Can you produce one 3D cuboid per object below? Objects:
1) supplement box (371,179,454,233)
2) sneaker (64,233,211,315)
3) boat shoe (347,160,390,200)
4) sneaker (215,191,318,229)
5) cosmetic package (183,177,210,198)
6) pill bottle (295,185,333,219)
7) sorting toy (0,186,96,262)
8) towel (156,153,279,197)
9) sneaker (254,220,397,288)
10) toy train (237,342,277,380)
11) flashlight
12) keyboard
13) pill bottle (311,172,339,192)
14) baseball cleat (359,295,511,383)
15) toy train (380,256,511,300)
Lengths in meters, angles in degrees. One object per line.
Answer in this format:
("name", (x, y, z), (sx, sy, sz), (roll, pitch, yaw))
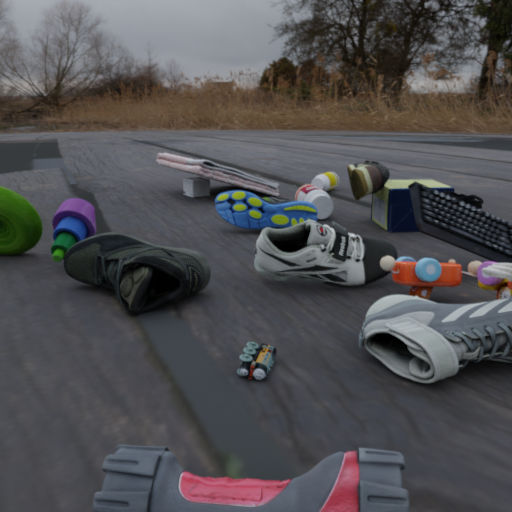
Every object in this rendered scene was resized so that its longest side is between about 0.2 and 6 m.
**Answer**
("supplement box", (3.530, -1.181, 12.850), (1.451, 0.974, 1.450), (-1, 16, -5))
("sneaker", (-1.954, 0.220, 8.135), (2.316, 0.885, 1.327), (10, 12, 15))
("boat shoe", (2.501, -1.709, 12.451), (0.753, 0.819, 2.292), (-15, 6, 6))
("sneaker", (0.203, -0.947, 12.489), (2.288, 0.811, 0.948), (5, 0, -10))
("cosmetic package", (-1.771, -2.047, 16.653), (0.627, 0.517, 0.517), (-11, 21, -39))
("pill bottle", (1.445, -1.328, 13.871), (0.706, 0.706, 1.289), (-3, 16, -10))
("sorting toy", (-4.981, -0.248, 9.749), (4.281, 1.484, 1.474), (0, 39, 6))
("towel", (-1.140, -2.471, 16.764), (2.925, 0.471, 2.794), (12, 6, -37))
("sneaker", (1.092, -0.080, 8.540), (2.247, 0.994, 0.832), (-1, 57, -1))
("toy train", (0.013, 1.146, 6.111), (0.350, 0.262, 0.614), (13, 18, 9))
("flashlight", (-0.028, 1.585, 3.775), (2.009, 0.683, 0.680), (3, 9, 8))
("keyboard", (3.526, -0.609, 9.227), (2.293, 0.294, 1.377), (20, 47, -19))
("pill bottle", (2.135, -2.288, 17.459), (0.559, 0.559, 0.994), (10, 19, 32))
("baseball cleat", (2.364, 0.961, 5.992), (2.482, 0.866, 1.321), (-3, 21, 24))
("toy train", (2.955, 0.459, 7.172), (2.133, 0.790, 2.839), (3, 1, -11))
